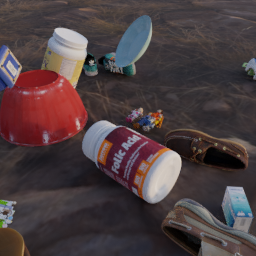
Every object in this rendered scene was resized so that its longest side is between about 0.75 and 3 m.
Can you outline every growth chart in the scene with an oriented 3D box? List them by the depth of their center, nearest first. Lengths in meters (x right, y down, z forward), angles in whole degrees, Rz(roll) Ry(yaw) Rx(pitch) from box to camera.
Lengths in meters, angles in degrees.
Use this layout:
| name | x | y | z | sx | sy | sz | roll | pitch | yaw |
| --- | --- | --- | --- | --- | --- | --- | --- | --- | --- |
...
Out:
| name | x | y | z | sx | sy | sz | roll | pitch | yaw |
| --- | --- | --- | --- | --- | --- | --- | --- | --- | --- |
| growth chart | -2.894 | 1.977 | 6.239 | 0.700 | 0.086 | 0.967 | 2 | 34 | 1 |

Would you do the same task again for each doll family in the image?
| name | x | y | z | sx | sy | sz | roll | pitch | yaw |
| --- | --- | --- | --- | --- | --- | --- | --- | --- | --- |
| doll family | 0.653 | -0.264 | 9.305 | 1.402 | 0.632 | 0.870 | 10 | 38 | 47 |

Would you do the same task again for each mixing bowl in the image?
| name | x | y | z | sx | sy | sz | roll | pitch | yaw |
| --- | --- | --- | --- | --- | --- | --- | --- | --- | --- |
| mixing bowl | -2.858 | -0.911 | 9.221 | 2.966 | 1.606 | 2.966 | 0 | 34 | 0 |

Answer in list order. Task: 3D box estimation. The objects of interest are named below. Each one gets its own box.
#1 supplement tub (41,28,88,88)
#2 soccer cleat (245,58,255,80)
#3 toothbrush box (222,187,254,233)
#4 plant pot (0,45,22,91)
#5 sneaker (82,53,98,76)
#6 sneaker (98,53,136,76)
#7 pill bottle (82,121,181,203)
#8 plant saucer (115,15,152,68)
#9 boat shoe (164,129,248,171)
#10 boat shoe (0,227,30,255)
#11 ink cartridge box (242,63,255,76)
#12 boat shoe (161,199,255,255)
| name | x | y | z | sx | sy | sz | roll | pitch | yaw |
| --- | --- | --- | --- | --- | --- | --- | --- | --- | --- |
| supplement tub | -2.416 | -2.560 | 10.593 | 1.449 | 1.993 | 1.449 | 19 | 31 | -12 |
| soccer cleat | 6.065 | -2.282 | 12.281 | 1.946 | 0.840 | 0.680 | 46 | 18 | 24 |
| toothbrush box | 2.333 | 1.784 | 6.035 | 0.364 | 0.624 | 0.853 | 2 | 32 | 3 |
| plant pot | -3.082 | -1.405 | 6.644 | 0.771 | 0.858 | 0.858 | -5 | 52 | 15 |
| sneaker | -1.963 | -3.291 | 13.492 | 0.765 | 0.857 | 2.145 | -14 | 36 | -20 |
| sneaker | -0.561 | -2.866 | 12.982 | 0.935 | 0.836 | 2.341 | -24 | 35 | -24 |
| pill bottle | 0.018 | 0.731 | 6.979 | 2.311 | 1.319 | 1.319 | 27 | 42 | 34 |
| plant saucer | 0.295 | -3.247 | 10.845 | 0.424 | 2.200 | 2.200 | 25 | 21 | -31 |
| boat shoe | 2.082 | 0.610 | 7.632 | 2.295 | 0.808 | 0.807 | 9 | 32 | 13 |
| boat shoe | -1.932 | 2.560 | 4.569 | 0.918 | 0.917 | 2.608 | -20 | 20 | -30 |
| ink cartridge box | 5.949 | -2.696 | 13.049 | 1.202 | 0.356 | 0.624 | 18 | 37 | 24 |
| boat shoe | 1.652 | 2.285 | 5.112 | 0.897 | 0.946 | 2.499 | -29 | 34 | -31 |
